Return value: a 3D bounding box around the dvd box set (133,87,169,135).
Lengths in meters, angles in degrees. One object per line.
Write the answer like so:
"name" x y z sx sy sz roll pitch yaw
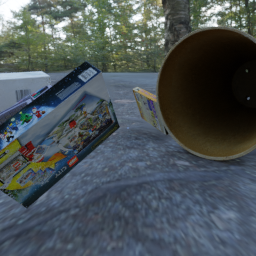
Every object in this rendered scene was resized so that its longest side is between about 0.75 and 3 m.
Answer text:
"dvd box set" 0.571 -0.438 6.807 0.183 0.910 1.243 -28 30 -14

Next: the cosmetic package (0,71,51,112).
"cosmetic package" -3.790 -1.323 9.892 1.888 1.165 1.894 -9 17 -23

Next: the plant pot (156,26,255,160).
"plant pot" 2.204 -0.800 5.666 2.284 2.284 2.451 12 20 41

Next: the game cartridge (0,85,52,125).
"game cartridge" -2.853 -0.704 7.851 1.169 0.346 1.804 -28 17 15

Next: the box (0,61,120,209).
"box" -0.784 0.108 3.004 1.463 0.999 0.276 -41 59 -17
